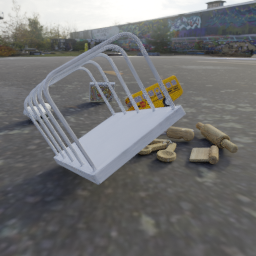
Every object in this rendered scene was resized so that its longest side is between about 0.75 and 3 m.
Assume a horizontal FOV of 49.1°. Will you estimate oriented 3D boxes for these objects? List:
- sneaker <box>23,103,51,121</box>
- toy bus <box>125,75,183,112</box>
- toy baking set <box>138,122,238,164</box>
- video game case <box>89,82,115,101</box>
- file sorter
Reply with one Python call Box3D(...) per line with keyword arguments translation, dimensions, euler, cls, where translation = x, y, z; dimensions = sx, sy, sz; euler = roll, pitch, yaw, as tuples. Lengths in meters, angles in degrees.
Box3D(translation=(-2.612, -0.448, 8.682), dimensions=(0.642, 0.409, 1.111), euler=(24, 21, 15), cls="sneaker")
Box3D(translation=(0.535, -0.649, 6.943), dimensions=(1.684, 0.659, 0.548), euler=(-27, 1, -16), cls="toy bus")
Box3D(translation=(1.155, 0.149, 6.666), dimensions=(2.145, 0.325, 2.794), euler=(-1, 18, -7), cls="toy baking set")
Box3D(translation=(-1.014, -1.393, 10.841), dimensions=(0.938, 1.030, 0.118), euler=(-1, 59, -10), cls="video game case")
Box3D(translation=(-0.609, -0.328, 4.508), dimensions=(1.590, 1.427, 2.291), euler=(-36, 15, -22), cls="file sorter")
